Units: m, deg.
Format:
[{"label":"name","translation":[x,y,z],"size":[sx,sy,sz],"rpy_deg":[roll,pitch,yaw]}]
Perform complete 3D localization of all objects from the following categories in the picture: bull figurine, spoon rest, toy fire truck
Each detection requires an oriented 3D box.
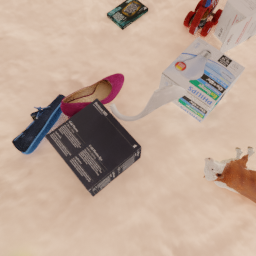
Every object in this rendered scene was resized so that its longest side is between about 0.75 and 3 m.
[{"label":"bull figurine","translation":[3.392,1.369,7.980],"size":[2.499,0.814,1.517],"rpy_deg":[32,71,13]},{"label":"spoon rest","translation":[0.628,-0.699,8.169],"size":[2.240,1.113,0.679],"rpy_deg":[-15,103,10]},{"label":"toy fire truck","translation":[2.784,-4.230,9.969],"size":[0.976,1.461,1.740],"rpy_deg":[36,72,14]}]

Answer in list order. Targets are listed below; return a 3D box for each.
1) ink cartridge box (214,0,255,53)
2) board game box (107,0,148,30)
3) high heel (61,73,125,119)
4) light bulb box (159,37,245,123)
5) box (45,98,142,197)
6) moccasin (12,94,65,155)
[{"label":"ink cartridge box","translation":[4.110,-3.880,9.732],"size":[2.817,1.631,0.939],"rpy_deg":[-31,71,-12]},{"label":"board game box","translation":[-0.016,-4.441,10.751],"size":[1.361,0.192,0.920],"rpy_deg":[-40,73,-15]},{"label":"high heel","translation":[-1.028,-1.149,8.840],"size":[0.818,1.167,2.428],"rpy_deg":[41,73,15]},{"label":"light bulb box","translation":[2.288,-1.536,8.998],"size":[1.865,1.174,1.881],"rpy_deg":[39,72,15]},{"label":"box","translation":[-0.958,0.562,8.170],"size":[1.875,1.072,2.060],"rpy_deg":[-38,72,-13]},{"label":"moccasin","translation":[-2.723,-0.246,8.605],"size":[0.746,0.880,2.187],"rpy_deg":[32,70,4]}]
